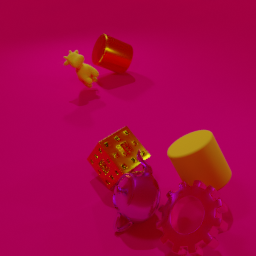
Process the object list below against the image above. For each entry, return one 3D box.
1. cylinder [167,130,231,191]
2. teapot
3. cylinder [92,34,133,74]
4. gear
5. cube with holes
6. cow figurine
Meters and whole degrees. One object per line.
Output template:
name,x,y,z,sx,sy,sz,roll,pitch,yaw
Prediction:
cylinder,1.448,0.700,5.711,0.977,0.977,0.977,-28,14,8
teapot,0.122,1.254,5.488,0.812,1.658,1.031,22,-2,-27
cylinder,-0.627,-2.920,11.131,1.244,1.244,1.244,13,26,-31
gear,1.092,1.563,4.926,1.294,0.239,1.294,-31,38,28
cube with holes,-0.229,0.672,6.376,0.877,0.877,0.877,-31,77,-38
cow figurine,-1.671,-2.091,9.964,1.280,1.301,0.714,40,78,-3
